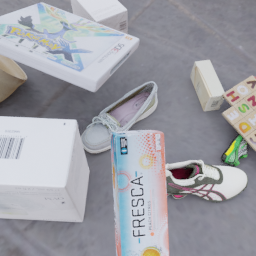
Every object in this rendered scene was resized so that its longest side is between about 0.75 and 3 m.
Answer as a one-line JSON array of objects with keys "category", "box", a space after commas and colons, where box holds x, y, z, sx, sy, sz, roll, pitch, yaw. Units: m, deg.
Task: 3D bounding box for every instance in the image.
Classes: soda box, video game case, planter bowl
[{"category": "soda box", "box": [0.115, 0.805, 3.054, 0.529, 0.492, 1.547, -3, 92, -10]}, {"category": "video game case", "box": [-1.442, -1.977, 6.254, 2.849, 0.314, 2.597, 22, 39, 8]}, {"category": "planter bowl", "box": [-4.410, -1.459, 7.029, 2.982, 2.982, 2.007, 43, 95, 23]}]

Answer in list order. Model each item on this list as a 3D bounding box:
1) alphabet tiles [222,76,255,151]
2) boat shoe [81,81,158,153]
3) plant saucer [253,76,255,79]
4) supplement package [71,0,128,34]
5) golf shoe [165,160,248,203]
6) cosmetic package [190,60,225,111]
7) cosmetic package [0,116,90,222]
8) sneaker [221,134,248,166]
[{"category": "alphabet tiles", "box": [3.604, -0.234, 7.096, 2.014, 0.091, 2.409, -31, 72, -21]}, {"category": "boat shoe", "box": [-0.196, -0.323, 7.272, 2.502, 0.802, 0.922, -35, 65, -20]}, {"category": "plant saucer", "box": [3.923, -0.412, 7.540, 1.760, 0.324, 1.764, 22, 61, 7]}, {"category": "supplement package", "box": [-0.954, -3.702, 9.179, 1.112, 1.126, 1.857, -29, 63, -17]}, {"category": "golf shoe", "box": [1.710, 1.159, 6.289, 2.184, 0.962, 0.843, -2, 57, -3]}, {"category": "cosmetic package", "box": [2.224, -1.198, 7.892, 0.481, 0.681, 1.316, -9, 58, -7]}, {"category": "cosmetic package", "box": [-2.045, 0.938, 5.655, 2.208, 2.215, 1.362, 2, 59, 2]}, {"category": "sneaker", "box": [2.818, 0.493, 7.047, 0.480, 0.439, 1.126, 38, 74, 13]}]
